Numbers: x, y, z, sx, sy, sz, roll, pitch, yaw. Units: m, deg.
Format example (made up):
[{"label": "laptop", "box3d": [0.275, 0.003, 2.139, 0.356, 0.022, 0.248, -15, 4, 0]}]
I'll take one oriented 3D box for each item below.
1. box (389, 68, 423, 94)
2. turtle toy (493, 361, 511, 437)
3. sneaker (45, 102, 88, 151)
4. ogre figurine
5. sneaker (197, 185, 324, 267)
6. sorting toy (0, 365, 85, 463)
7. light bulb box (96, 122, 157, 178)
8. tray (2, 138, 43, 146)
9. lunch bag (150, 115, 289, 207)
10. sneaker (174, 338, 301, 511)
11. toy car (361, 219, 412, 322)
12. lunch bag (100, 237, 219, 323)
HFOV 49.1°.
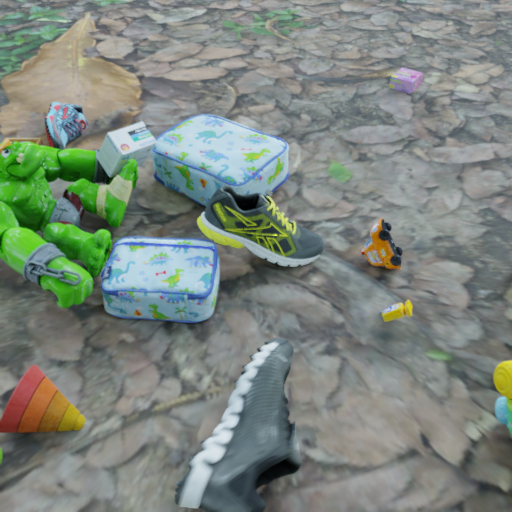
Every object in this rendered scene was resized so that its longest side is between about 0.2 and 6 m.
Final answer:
[{"label": "box", "box3d": [4.469, -5.233, 16.715, 0.686, 0.377, 0.779, 26, 49, 26]}, {"label": "turtle toy", "box3d": [4.336, 2.537, 7.499, 1.995, 1.384, 2.738, -1, 43, -13]}, {"label": "sneaker", "box3d": [-4.855, -3.413, 14.429, 0.982, 0.815, 2.056, -5, 43, -8]}, {"label": "ogre figurine", "box3d": [-3.997, -0.948, 10.931, 2.686, 2.198, 4.480, 15, 57, -9]}, {"label": "sneaker", "box3d": [0.214, -0.577, 10.744, 2.578, 1.091, 0.960, 13, 34, -17]}, {"label": "sorting toy", "box3d": [-3.267, 3.012, 7.545, 1.103, 1.110, 3.201, 24, 41, -8]}, {"label": "light bulb box", "box3d": [-2.755, -2.254, 11.877, 0.926, 0.934, 0.583, -32, 85, -38]}, {"label": "tray", "box3d": [-5.851, -2.214, 13.474, 0.918, 0.345, 1.861, 0, 42, 1]}, {"label": "lunch bag", "box3d": [-0.776, -2.147, 12.776, 2.823, 1.164, 2.270, 25, 50, 25]}, {"label": "sneaker", "box3d": [0.114, 2.469, 7.986, 1.334, 0.980, 2.949, 23, 46, 12]}, {"label": "toy car", "box3d": [2.312, 0.232, 10.405, 0.709, 1.045, 2.131, -22, 29, 24]}, {"label": "lunch bag", "box3d": [-1.730, 0.364, 10.316, 2.066, 0.852, 1.661, 4, 40, 3]}]
